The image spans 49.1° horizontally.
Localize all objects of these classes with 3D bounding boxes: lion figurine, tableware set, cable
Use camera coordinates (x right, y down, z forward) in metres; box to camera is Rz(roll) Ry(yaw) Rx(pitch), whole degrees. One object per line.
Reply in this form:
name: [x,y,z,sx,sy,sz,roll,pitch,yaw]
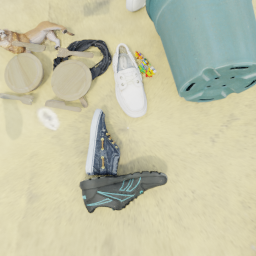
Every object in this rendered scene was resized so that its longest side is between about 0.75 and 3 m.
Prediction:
lion figurine: [-2.713,-2.663,8.156,2.021,0.732,1.238,-31,61,-27]
tableware set: [-2.103,-1.317,7.503,2.480,0.497,1.639,11,85,11]
cable: [-1.271,-1.907,7.923,1.384,0.431,1.696,37,72,21]

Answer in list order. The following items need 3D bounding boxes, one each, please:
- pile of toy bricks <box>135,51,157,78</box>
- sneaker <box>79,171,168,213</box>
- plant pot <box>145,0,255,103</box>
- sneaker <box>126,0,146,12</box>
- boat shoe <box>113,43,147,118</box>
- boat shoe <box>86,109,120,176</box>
pile of toy bricks: [0.411,-1.722,7.843,0.412,0.462,0.834,-40,86,12]
sneaker: [-0.066,1.393,6.247,1.968,0.742,0.780,-9,80,1]
plant pot: [1.995,-2.227,6.957,2.730,2.730,2.674,-8,74,-4]
sneaker: [0.970,-4.521,8.791,1.130,0.972,2.669,30,67,16]
boat shoe: [-0.020,-1.301,7.397,0.758,0.742,2.140,-14,65,-7]
boat shoe: [-0.529,0.346,6.747,0.748,0.583,1.649,4,72,2]
